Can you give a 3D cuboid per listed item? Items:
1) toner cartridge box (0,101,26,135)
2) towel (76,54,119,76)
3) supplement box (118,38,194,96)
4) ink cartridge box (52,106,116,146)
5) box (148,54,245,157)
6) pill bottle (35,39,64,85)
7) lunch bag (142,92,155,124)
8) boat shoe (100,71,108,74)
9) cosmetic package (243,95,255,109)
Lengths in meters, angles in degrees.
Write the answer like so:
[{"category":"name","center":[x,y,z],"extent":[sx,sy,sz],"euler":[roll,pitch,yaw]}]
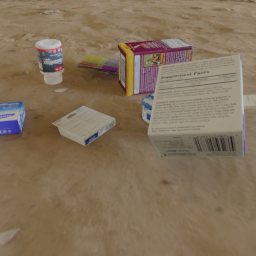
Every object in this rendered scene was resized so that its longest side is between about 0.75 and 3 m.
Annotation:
[{"category":"toner cartridge box","center":[-4.942,-0.266,9.409],"extent":[2.687,0.580,1.276],"euler":[-6,35,-9]},{"category":"towel","center":[-1.009,-2.966,13.255],"extent":[2.514,0.286,1.805],"euler":[11,29,3]},{"category":"supplement box","center":[1.086,-2.606,11.717],"extent":[2.798,1.832,1.444],"euler":[-9,35,-14]},{"category":"ink cartridge box","center":[-1.482,-0.123,9.436],"extent":[1.556,0.316,1.553],"euler":[24,41,30]},{"category":"box","center":[1.917,-0.554,7.580],"extent":[2.269,1.295,2.467],"euler":[-3,56,24]},{"category":"pill bottle","center":[-3.327,-2.841,12.125],"extent":[1.047,1.751,1.047],"euler":[0,34,0]},{"category":"lunch bag","center":[1.735,-0.517,9.463],"extent":[1.930,0.990,2.401],"euler":[-26,41,-28]},{"category":"boat shoe","center":[-1.229,-2.815,13.388],"extent":[0.323,0.361,0.974],"euler":[-26,39,-13]},{"category":"cosmetic package","center":[4.009,-0.892,9.588],"extent":[0.824,0.301,0.426],"euler":[-5,76,-8]}]
